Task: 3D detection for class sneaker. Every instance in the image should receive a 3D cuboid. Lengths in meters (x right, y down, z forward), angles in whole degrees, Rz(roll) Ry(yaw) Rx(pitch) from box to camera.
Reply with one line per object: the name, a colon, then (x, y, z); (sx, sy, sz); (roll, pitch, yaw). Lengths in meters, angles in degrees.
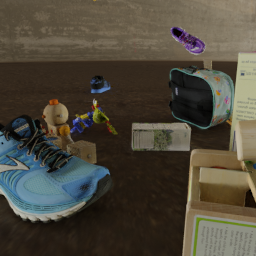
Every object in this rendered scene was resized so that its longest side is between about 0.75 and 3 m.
sneaker: (-1.464, -2.469, 15.196); (0.765, 0.849, 2.180); (2, 17, 9)
sneaker: (2.285, -3.411, 10.939); (1.594, 0.643, 0.665); (37, 23, 15)
sneaker: (-1.570, 0.488, 4.389); (2.903, 1.306, 1.138); (9, 19, 28)

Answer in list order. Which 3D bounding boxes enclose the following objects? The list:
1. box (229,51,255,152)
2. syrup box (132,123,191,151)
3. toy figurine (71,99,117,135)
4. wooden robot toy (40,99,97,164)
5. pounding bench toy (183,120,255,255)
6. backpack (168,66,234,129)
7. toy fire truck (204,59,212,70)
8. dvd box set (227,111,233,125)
box: (2.777, -0.248, 5.124); (1.110, 2.297, 2.020); (12, 21, 36)
syrup box: (0.779, 0.202, 6.721); (1.361, 0.536, 0.554); (0, 16, -1)
toy figurine: (-1.084, -0.071, 7.849); (1.087, 0.957, 1.815); (-31, 18, -4)
wooden robot toy: (-1.705, -0.011, 6.283); (1.167, 1.202, 2.649); (-11, 19, -33)
pounding bench toy: (1.189, 0.665, 2.691); (1.205, 1.940, 1.513); (4, 17, 13)
backpack: (2.311, -0.954, 8.536); (1.528, 1.752, 1.993); (-10, 23, -19)
toy fire truck: (2.944, -1.998, 11.897); (1.596, 1.814, 1.167); (1, 16, 2)
dvd box set: (3.745, -0.244, 8.767); (1.182, 0.238, 1.616); (0, 17, 1)
